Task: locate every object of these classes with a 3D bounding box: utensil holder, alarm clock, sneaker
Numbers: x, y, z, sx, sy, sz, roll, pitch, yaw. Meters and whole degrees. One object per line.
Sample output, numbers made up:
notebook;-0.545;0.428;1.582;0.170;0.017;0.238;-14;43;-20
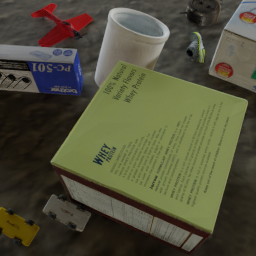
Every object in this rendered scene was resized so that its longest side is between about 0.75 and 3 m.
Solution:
utensil holder;0.034;-1.925;7.422;1.578;1.857;1.578;13;39;-11
alarm clock;2.819;-4.313;10.059;1.754;0.584;1.183;-35;63;-24
sneaker;2.109;-2.596;8.966;0.514;0.470;1.271;-5;55;0

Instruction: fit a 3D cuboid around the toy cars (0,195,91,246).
toy cars;-1.810;1.973;5.942;2.032;0.450;0.911;-12;60;-12

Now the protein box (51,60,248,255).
protein box;0.521;0.549;5.950;2.872;1.937;2.851;20;59;13

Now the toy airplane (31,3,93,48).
toy airplane;-2.359;-3.657;9.679;2.303;0.424;2.303;1;55;-1

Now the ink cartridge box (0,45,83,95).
ink cartridge box;-2.695;-1.609;7.795;2.713;1.275;0.600;4;57;2

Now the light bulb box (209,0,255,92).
light bulb box;4.220;-2.482;8.139;2.657;1.673;2.681;26;60;16
